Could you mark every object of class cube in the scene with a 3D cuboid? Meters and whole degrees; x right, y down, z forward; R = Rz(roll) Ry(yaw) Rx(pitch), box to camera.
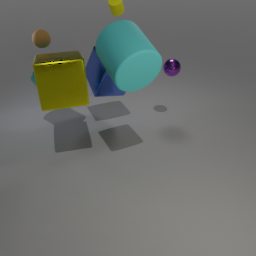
[{"bbox_3d":[-2.024,-1.479,8.544,1.400,1.400,1.400,-9,27,-11],"label":"cube"},{"bbox_3d":[-0.728,-2.227,11.140,1.400,1.400,1.400,-7,59,-32],"label":"cube"}]

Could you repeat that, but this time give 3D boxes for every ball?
[{"bbox_3d":[1.755,-2.406,11.173,0.700,0.700,0.700,0,30,0],"label":"ball"},{"bbox_3d":[-3.344,-3.445,10.825,0.700,0.700,0.700,0,30,0],"label":"ball"}]

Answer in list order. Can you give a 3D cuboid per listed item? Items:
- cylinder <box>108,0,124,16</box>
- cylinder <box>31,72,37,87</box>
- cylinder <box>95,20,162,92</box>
[{"bbox_3d":[-0.585,-6.124,14.021,0.700,0.700,0.700,-5,66,10],"label":"cylinder"},{"bbox_3d":[-2.701,-1.758,10.691,1.400,1.400,1.400,48,40,-2],"label":"cylinder"},{"bbox_3d":[-0.001,-1.960,7.669,1.400,1.400,1.400,-15,57,-24],"label":"cylinder"}]
